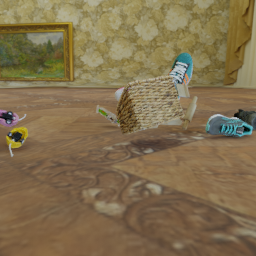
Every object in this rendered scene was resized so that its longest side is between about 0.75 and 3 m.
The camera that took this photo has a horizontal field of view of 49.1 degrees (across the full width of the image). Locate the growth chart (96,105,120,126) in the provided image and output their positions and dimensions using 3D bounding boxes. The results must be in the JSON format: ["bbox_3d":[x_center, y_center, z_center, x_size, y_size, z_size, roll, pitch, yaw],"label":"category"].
[{"bbox_3d":[-0.633,-0.395,9.074,1.002,0.089,0.725,32,-20,10],"label":"growth chart"}]

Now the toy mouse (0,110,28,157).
[{"bbox_3d":[-3.007,-0.021,6.445,1.417,0.309,1.595,25,32,-9],"label":"toy mouse"}]

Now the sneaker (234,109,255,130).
[{"bbox_3d":[4.122,-0.367,9.218,1.632,0.624,0.935,-14,23,-34],"label":"sneaker"}]

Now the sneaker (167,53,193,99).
[{"bbox_3d":[1.849,-1.801,10.662,0.861,2.411,0.963,20,0,14],"label":"sneaker"}]

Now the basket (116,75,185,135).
[{"bbox_3d":[0.434,-0.555,6.871,1.510,1.125,1.078,-18,0,-34],"label":"basket"}]

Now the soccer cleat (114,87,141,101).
[{"bbox_3d":[0.734,-1.225,12.402,2.652,0.926,1.145,3,46,-7],"label":"soccer cleat"}]

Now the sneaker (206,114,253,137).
[{"bbox_3d":[2.765,-0.029,7.559,1.501,0.582,0.685,-3,17,-30],"label":"sneaker"}]

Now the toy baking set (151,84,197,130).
[{"bbox_3d":[1.261,-0.625,8.483,1.575,2.052,0.239,22,-29,-2],"label":"toy baking set"}]
